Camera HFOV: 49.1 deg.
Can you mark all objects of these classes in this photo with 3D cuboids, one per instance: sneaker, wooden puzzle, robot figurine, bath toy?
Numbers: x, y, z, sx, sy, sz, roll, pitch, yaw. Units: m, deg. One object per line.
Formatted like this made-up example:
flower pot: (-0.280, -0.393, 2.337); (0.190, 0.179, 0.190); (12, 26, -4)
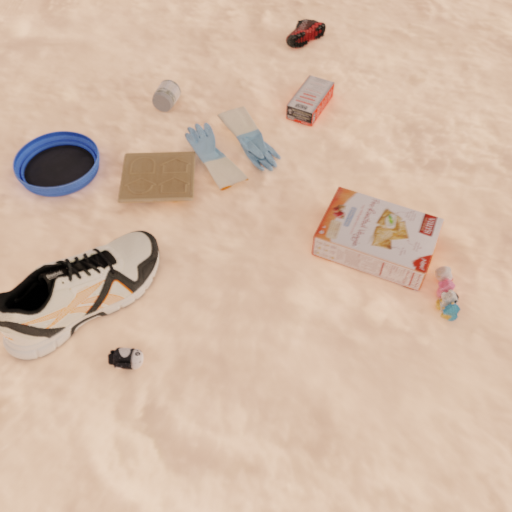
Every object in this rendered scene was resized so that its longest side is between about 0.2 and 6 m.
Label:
sneaker: (-3.251, 0.511, 10.560); (1.277, 1.386, 3.465); (35, 58, 26)
sneaker: (1.355, -6.638, 16.677); (1.501, 0.530, 0.733); (-35, 60, -27)
wooden puzzle: (-2.258, -1.760, 12.959); (1.679, 0.420, 1.813); (-2, 47, -2)
robot figurine: (-2.351, 1.846, 10.115); (0.620, 0.387, 0.466); (4, 60, 3)
bath toy: (3.741, 0.718, 10.998); (0.416, 0.489, 1.126); (37, 41, -29)

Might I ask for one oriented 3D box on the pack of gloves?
pack of gloves: (-0.590, -2.572, 13.685); (1.841, 0.432, 2.192); (-23, 63, -21)

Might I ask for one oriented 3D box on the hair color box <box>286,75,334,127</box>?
hair color box: (1.428, -4.088, 14.720); (0.762, 0.460, 1.501); (23, 54, 16)

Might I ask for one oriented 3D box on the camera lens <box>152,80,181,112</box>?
camera lens: (-2.357, -4.223, 14.743); (0.589, 0.589, 0.736); (13, 53, 10)

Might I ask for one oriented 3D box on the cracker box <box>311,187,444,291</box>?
cracker box: (2.530, -0.399, 11.686); (2.348, 0.677, 1.573); (20, 54, 14)

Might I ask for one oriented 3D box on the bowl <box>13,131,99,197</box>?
bowl: (-4.692, -2.175, 13.268); (1.983, 0.389, 1.983); (0, 52, 0)
